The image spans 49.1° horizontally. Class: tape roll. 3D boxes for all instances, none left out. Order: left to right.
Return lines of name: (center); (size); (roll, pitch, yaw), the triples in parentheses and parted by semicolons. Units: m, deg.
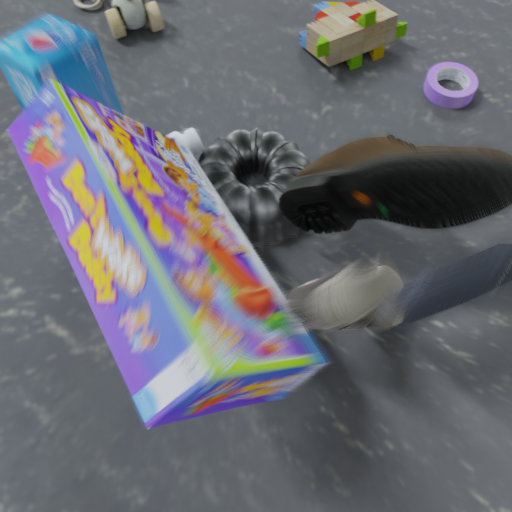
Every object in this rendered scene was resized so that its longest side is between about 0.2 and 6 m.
tape roll: (3.509, -3.084, 10.123); (0.894, 0.293, 0.894); (0, 60, -1)

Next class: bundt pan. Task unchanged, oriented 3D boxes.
bundt pan: (-0.055, -1.182, 8.750); (2.088, 0.784, 2.088); (0, 60, 1)

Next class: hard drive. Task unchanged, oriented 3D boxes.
hard drive: (2.225, 0.304, 6.320); (1.562, 1.054, 0.331); (-24, 90, 5)

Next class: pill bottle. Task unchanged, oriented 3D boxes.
pill bottle: (-1.310, -1.553, 8.543); (0.975, 0.547, 0.547); (-28, 63, -4)

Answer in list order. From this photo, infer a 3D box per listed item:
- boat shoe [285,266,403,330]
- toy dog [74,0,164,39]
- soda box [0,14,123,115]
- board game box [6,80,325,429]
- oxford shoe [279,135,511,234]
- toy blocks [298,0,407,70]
boat shoe: (1.233, 0.534, 7.129); (0.690, 2.420, 0.809); (-8, 82, 34)
toy dog: (-2.625, -5.214, 10.907); (1.436, 1.049, 2.177); (-37, 67, -19)
soda box: (-2.369, -1.632, 7.692); (0.984, 2.900, 0.931); (32, 61, 29)
board game box: (-0.957, -0.046, 6.382); (0.826, 2.480, 3.688); (-41, 67, 19)
oxford shoe: (1.787, -1.096, 7.128); (3.129, 1.137, 1.321); (4, 49, 40)
toy blocks: (1.613, -4.340, 10.583); (2.012, 1.006, 1.376); (-26, 52, -15)
